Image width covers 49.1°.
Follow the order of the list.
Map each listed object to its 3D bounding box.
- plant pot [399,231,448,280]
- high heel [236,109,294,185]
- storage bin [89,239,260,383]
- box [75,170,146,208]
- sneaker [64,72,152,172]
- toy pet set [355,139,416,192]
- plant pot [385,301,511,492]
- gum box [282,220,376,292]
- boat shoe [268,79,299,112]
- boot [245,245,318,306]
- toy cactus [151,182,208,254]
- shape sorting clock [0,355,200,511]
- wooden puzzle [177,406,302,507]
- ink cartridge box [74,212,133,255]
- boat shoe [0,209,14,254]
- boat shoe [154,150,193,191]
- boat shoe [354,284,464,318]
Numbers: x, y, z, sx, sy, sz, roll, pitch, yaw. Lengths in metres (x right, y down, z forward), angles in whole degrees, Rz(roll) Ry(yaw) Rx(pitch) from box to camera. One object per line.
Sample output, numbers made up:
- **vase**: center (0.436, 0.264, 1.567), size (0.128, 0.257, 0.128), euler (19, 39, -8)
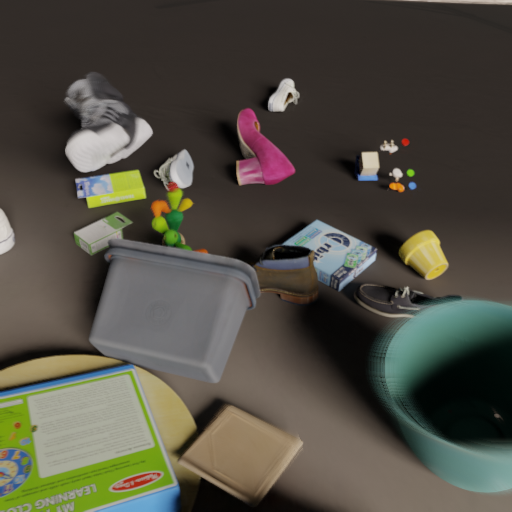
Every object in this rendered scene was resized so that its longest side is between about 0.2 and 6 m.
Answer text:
- **plant pot**: center (3.294, 0.030, 10.850), size (0.784, 0.784, 0.738), euler (-17, 57, -20)
- **high heel**: center (0.228, -2.877, 14.200), size (1.386, 0.973, 2.889), euler (-7, 43, 7)
- **storage bin**: center (-1.362, 0.987, 9.008), size (2.487, 1.810, 1.671), euler (11, 65, 11)
- **box**: center (-3.421, -1.575, 13.151), size (1.491, 0.355, 0.909), euler (-11, 40, -14)
- **sneaker**: center (-3.902, -3.220, 13.304), size (1.324, 1.997, 3.509), euler (-37, 7, 19)
- **toy pet set**: center (3.106, -2.081, 13.677), size (1.254, 0.713, 1.343), euler (-1, 71, -1)
- **plant pot**: center (2.858, 1.978, 7.306), size (2.210, 1.774, 2.210), euler (-9, 42, 8)
- **gum box**: center (1.420, -0.042, 11.220), size (1.503, 0.335, 1.277), euler (29, 46, 31)
- **boat shoe**: center (0.989, -4.914, 17.204), size (0.711, 0.616, 1.668), euler (14, 42, 18)
- **boot**: center (0.102, 0.153, 10.369), size (2.210, 1.071, 0.826), euler (10, 39, 13)
- **toy cactus**: center (-1.515, -0.344, 10.758), size (0.990, 1.936, 1.598), euler (-9, -5, -8)
- **shape sorting clock**: center (-2.564, 2.716, 7.365), size (3.677, 0.721, 3.677), euler (6, 31, -4)
- **wooden puzzle**: center (-0.201, 2.665, 7.544), size (1.227, 0.247, 1.327), euler (19, 31, 27)
- **ink cartridge box**: center (-3.187, -0.475, 11.777), size (0.567, 0.324, 1.091), euler (31, 47, 33)
- **boat shoe**: center (-6.266, -0.210, 10.944), size (2.830, 0.930, 1.018), euler (-18, 42, -21)
- **boat shoe**: center (-2.026, -1.993, 13.367), size (0.810, 0.702, 1.901), euler (-23, 27, 10)
- **boat shoe**: center (2.729, 0.741, 9.998), size (1.931, 0.606, 0.702), euler (14, 40, 17)
